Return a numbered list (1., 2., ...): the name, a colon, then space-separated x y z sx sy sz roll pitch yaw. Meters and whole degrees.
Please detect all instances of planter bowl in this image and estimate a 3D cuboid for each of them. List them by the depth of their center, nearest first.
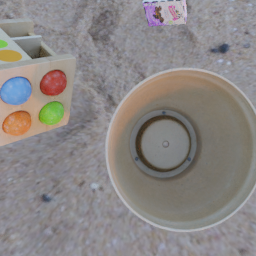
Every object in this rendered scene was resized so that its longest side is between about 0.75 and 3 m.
1. planter bowl: 0.814 0.338 5.053 2.502 1.684 2.502 0 89 -6

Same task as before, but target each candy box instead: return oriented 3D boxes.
1. candy box: 0.817 -2.591 6.084 0.860 0.721 0.308 3 68 18

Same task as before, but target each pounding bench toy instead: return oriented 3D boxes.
1. pounding bench toy: -2.440 -0.590 6.144 1.705 2.745 2.141 -22 53 -38
